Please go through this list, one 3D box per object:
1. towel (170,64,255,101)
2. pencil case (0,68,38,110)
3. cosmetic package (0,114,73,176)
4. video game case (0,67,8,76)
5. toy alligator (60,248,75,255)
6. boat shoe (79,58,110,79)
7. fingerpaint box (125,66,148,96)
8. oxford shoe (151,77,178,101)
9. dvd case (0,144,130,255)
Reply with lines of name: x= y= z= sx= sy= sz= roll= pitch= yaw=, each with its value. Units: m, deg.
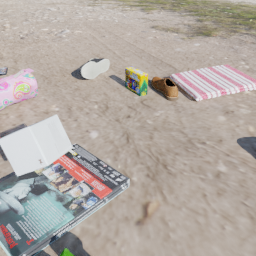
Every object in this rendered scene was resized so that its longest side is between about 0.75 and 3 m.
towel: x=3.464 y=-1.821 z=11.268 sx=2.975 sy=0.445 sz=2.177 roll=-12 pitch=34 yaw=-14
pencil case: x=-4.363 y=-1.180 z=9.533 sx=1.170 sy=1.170 sz=2.676 roll=24 pitch=41 yaw=33
cosmetic package: x=-1.589 y=0.285 z=4.947 sx=0.724 sy=0.720 sz=0.865 roll=-20 pitch=9 yaw=22
video game case: x=-5.818 y=-2.526 z=12.618 sx=0.706 sy=0.100 sz=0.781 roll=-8 pitch=33 yaw=-13
toy alligator: x=-0.249 y=2.639 z=3.990 sx=0.646 sy=0.706 sz=2.382 roll=27 pitch=6 yaw=-47
boat shoe: x=-1.565 y=-2.663 z=12.229 sx=0.620 sy=0.759 sz=2.055 roll=16 pitch=32 yaw=23
fingerpaint box: x=0.307 y=-1.802 z=10.773 sx=0.372 sy=0.846 sz=1.014 roll=-20 pitch=38 yaw=-29
oxford shoe: x=1.439 y=-1.701 z=10.824 sx=0.647 sy=0.647 sz=1.815 roll=-14 pitch=33 yaw=-18
dvd case: x=-1.648 y=1.416 z=6.188 sx=2.049 sy=0.309 sz=2.807 roll=27 pitch=40 yaw=36
